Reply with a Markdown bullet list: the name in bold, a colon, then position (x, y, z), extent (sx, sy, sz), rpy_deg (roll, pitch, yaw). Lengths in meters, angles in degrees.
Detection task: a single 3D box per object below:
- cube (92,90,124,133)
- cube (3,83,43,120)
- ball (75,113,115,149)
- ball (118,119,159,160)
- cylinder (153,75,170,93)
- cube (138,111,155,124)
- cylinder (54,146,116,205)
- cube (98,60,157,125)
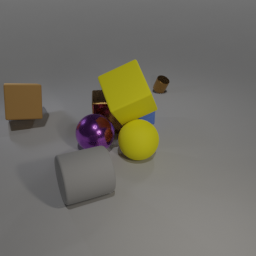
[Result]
- **cube**: position (-0.752, -0.696, 11.593), extent (1.400, 1.400, 1.400), rpy_deg (-3, 29, -5)
- **cube**: position (-4.379, -1.133, 11.661), extent (1.400, 1.400, 1.400), rpy_deg (-3, 11, -23)
- **ball**: position (-1.172, 0.181, 10.023), extent (1.400, 1.400, 1.400), rpy_deg (0, 29, 0)
- **ball**: position (0.363, 0.403, 9.633), extent (1.400, 1.400, 1.400), rpy_deg (0, 29, 0)
- **cylinder**: position (1.785, -2.349, 15.079), extent (0.700, 0.700, 0.700), rpy_deg (12, 47, -13)
- **cube**: position (0.788, -0.632, 12.205), extent (0.700, 0.700, 0.700), rpy_deg (-1, 29, -2)
- **cylinder**: position (-1.233, 1.316, 7.932), extent (1.400, 1.400, 1.400), rpy_deg (-11, 31, -22)
- **cube**: position (0.018, -1.154, 9.464), extent (1.400, 1.400, 1.400), rpy_deg (-24, 68, 6)
